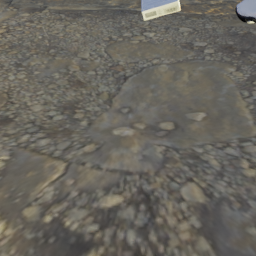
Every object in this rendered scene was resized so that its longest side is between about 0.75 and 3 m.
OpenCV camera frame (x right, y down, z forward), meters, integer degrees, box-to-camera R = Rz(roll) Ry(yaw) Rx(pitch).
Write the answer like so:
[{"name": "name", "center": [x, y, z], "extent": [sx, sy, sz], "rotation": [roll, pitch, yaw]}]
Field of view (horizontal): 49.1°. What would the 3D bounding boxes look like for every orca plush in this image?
[{"name": "orca plush", "center": [2.907, -2.242, 5.105], "extent": [1.737, 0.617, 0.914], "rotation": [-23, 62, 15]}]

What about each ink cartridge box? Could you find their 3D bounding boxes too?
[{"name": "ink cartridge box", "center": [1.000, -4.032, 8.844], "extent": [1.159, 0.358, 1.429], "rotation": [-10, 47, 15]}]
